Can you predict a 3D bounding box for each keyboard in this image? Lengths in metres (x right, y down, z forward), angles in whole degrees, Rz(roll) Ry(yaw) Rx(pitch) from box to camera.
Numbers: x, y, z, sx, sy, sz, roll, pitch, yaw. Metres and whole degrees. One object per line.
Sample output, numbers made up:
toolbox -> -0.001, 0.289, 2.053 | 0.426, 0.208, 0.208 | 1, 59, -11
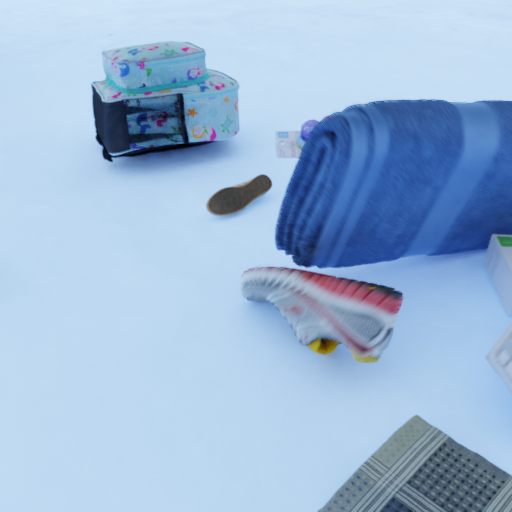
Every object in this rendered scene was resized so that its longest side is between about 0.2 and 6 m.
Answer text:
keyboard -> 4.499, 0.719, 7.694 | 4.731, 0.252, 1.331 | -31, 80, -39

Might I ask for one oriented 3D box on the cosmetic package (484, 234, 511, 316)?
cosmetic package -> 4.144, 0.294, 8.688 | 0.771, 0.608, 1.434 | 3, 33, 2

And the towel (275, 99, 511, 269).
towel -> 2.844, -1.178, 8.615 | 4.941, 2.758, 1.199 | -6, 50, -22

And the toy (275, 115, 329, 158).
toy -> 1.896, -2.998, 13.564 | 2.823, 0.666, 1.625 | 0, 33, 0

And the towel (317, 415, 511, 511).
towel -> 1.821, 2.604, 5.599 | 1.836, 0.317, 1.767 | -29, 41, -33

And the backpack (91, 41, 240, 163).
backpack -> -2.042, -3.653, 13.057 | 3.301, 2.485, 2.930 | -6, 27, -20

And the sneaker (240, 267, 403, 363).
sneaker -> 0.676, 0.744, 7.618 | 1.023, 1.079, 2.628 | 8, 3, -41

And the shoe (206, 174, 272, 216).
shoe -> -0.356, -1.142, 11.064 | 1.590, 0.556, 0.424 | -28, -1, -32
